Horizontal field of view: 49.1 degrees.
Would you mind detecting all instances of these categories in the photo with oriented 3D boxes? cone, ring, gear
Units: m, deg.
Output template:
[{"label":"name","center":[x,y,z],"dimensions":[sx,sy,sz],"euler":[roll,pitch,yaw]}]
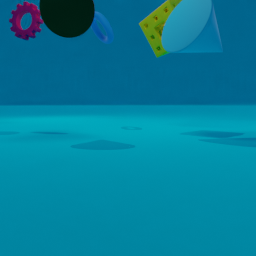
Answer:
[{"label":"cone","center":[1.825,-2.144,6.658],"dimensions":[1.455,1.449,1.449],"euler":[21,-8,-34]},{"label":"ring","center":[-0.936,-3.513,9.849],"dimensions":[0.239,1.197,1.197],"euler":[-40,19,-16]},{"label":"cone","center":[-1.400,-2.758,6.506],"dimensions":[1.162,1.162,1.166],"euler":[-1,23,-11]},{"label":"gear","center":[-3.054,-3.199,8.391],"dimensions":[1.067,1.067,0.197],"euler":[2,3,18]}]

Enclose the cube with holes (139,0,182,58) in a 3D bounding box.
[{"label":"cube with holes","center":[1.254,-2.897,8.117],"dimensions":[1.108,1.108,1.108],"euler":[-25,6,43]}]
